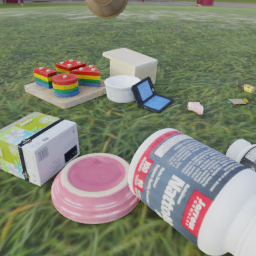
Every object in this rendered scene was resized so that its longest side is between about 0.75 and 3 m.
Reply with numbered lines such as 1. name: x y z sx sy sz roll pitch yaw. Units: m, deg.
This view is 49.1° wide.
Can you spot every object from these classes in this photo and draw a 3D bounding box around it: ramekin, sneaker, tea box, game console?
1. ramekin: -0.200 -1.518 10.954 1.404 0.684 1.404 0 28 0
2. sneaker: 2.340 -0.683 9.813 0.453 0.326 0.867 2 23 -1
3. tea box: -2.279 0.440 7.043 1.482 1.007 1.507 13 32 25
4. game console: 0.932 -1.270 10.388 0.828 1.194 1.399 -10 18 37

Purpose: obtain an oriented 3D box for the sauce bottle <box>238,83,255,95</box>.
1. sauce bottle: 4.940 -1.654 11.627 0.287 0.287 0.888 -14 32 -24

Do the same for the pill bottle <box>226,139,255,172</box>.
1. pill bottle: 3.035 0.903 6.355 0.881 0.881 1.515 -15 31 -25

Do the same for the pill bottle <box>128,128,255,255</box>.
1. pill bottle: 1.420 1.227 4.980 1.605 1.605 2.684 -22 37 -35

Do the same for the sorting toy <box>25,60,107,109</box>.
1. sorting toy: -2.366 -1.986 11.516 2.719 0.952 2.736 23 36 35

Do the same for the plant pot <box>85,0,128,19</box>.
1. plant pot: -0.826 -4.763 9.960 1.657 1.657 0.765 4 24 7

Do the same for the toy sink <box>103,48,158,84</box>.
1. toy sink: 0.021 -2.604 12.417 1.394 1.198 2.139 -25 43 -38

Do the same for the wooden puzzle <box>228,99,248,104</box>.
1. wooden puzzle: 4.164 -0.988 10.621 0.825 0.096 0.556 1 24 1

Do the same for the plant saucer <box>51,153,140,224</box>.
1. plant saucer: -0.682 1.182 6.225 2.035 0.516 2.035 -1 29 0
